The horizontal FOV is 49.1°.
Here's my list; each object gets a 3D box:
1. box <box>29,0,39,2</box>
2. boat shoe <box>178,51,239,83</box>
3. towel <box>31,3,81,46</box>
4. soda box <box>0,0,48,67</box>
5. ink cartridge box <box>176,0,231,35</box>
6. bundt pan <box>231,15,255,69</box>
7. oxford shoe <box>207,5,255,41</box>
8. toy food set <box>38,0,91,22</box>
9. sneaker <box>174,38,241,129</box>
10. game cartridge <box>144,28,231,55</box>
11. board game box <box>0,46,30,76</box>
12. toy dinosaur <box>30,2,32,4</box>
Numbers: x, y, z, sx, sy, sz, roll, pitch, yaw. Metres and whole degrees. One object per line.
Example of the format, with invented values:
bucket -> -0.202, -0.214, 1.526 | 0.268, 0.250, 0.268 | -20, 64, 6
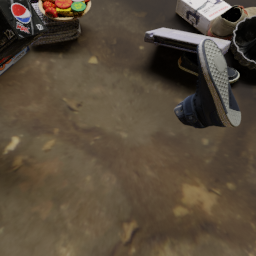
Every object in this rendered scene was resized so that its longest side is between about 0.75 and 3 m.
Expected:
box -> -3.383, -5.495, 11.104 | 1.760, 0.318, 1.258 | -22, 61, -33
boat shoe -> 2.669, -2.037, 9.239 | 2.052, 0.639, 0.765 | 23, 61, 11
towel -> -2.754, -3.968, 10.241 | 1.914, 0.819, 1.585 | -10, 60, -5
soda box -> -3.110, -1.822, 6.238 | 2.692, 0.852, 0.952 | -21, 17, 33
ink cartridge box -> 2.848, -4.448, 10.575 | 1.232, 0.718, 1.702 | -34, 65, -18
bundt pan -> 4.374, -2.782, 9.482 | 1.924, 0.722, 1.924 | 0, 73, -1
oxford shoe -> 4.037, -3.917, 10.044 | 2.628, 0.983, 0.926 | -33, 68, -25
toy food set -> -2.196, -4.442, 9.829 | 1.865, 0.458, 1.884 | -2, 57, -6
sneaker -> 1.378, -0.777, 5.575 | 0.660, 1.254, 1.735 | -28, 104, -35
game cartridge -> 1.994, -2.840, 9.283 | 2.514, 0.483, 1.630 | 20, 27, 21
board game box -> -4.330, -2.408, 8.845 | 0.427, 1.678, 2.479 | 30, 65, 15
toy dinosaur -> -4.391, -4.935, 10.885 | 1.097, 0.826, 1.617 | 24, 40, -5
